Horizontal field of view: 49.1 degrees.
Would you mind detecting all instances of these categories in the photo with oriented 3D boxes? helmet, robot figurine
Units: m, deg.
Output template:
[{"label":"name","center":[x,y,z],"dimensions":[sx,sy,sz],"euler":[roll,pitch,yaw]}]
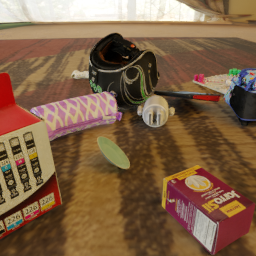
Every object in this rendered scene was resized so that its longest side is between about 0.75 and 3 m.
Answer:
[{"label":"helmet","center":[-0.121,-1.771,9.535],"dimensions":[2.424,2.311,2.424],"euler":[-6,55,9]},{"label":"robot figurine","center":[0.859,-0.535,8.709],"dimensions":[1.161,0.773,1.369],"euler":[6,26,6]}]

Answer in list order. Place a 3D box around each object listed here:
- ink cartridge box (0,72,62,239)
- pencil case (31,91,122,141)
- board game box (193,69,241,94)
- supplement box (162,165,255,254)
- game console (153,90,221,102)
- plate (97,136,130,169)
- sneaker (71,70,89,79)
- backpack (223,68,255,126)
[{"label":"ink cartridge box","center":[-2.576,0.660,4.150],"dimensions":[2.677,2.350,1.123],"euler":[-26,36,-36]},{"label":"pencil case","center":[-1.458,-0.305,8.015],"dimensions":[2.550,1.070,1.090],"euler":[-18,52,-30]},{"label":"board game box","center":[4.780,-2.065,12.394],"dimensions":[2.726,0.353,2.726],"euler":[-13,29,-25]},{"label":"supplement box","center":[1.327,1.341,4.886],"dimensions":[0.875,0.690,1.337],"euler":[-15,29,-28]},{"label":"game console","center":[2.092,-1.166,9.851],"dimensions":[1.662,0.292,1.880],"euler":[1,9,-40]},{"label":"plate","center":[-0.363,0.596,6.501],"dimensions":[1.006,0.129,1.006],"euler":[41,15,-13]},{"label":"sneaker","center":[-2.242,-2.477,13.353],"dimensions":[1.011,0.379,0.504],"euler":[7,41,22]},{"label":"backpack","center":[4.329,-1.171,9.138],"dimensions":[2.147,1.582,2.351],"euler":[-1,24,0]}]
